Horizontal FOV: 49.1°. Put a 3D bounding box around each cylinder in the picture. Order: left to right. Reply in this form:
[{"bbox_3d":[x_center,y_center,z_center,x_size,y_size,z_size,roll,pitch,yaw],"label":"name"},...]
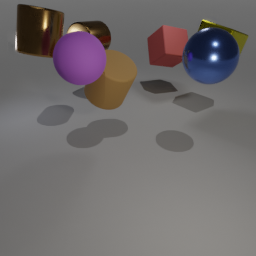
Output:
[{"bbox_3d":[-2.778,-3.034,8.841,1.400,1.400,1.400,9,18,-3],"label":"cylinder"},{"bbox_3d":[-1.673,-3.859,12.074,1.400,1.400,1.400,16,29,27],"label":"cylinder"},{"bbox_3d":[-0.587,-1.545,9.077,1.400,1.400,1.400,13,51,-16],"label":"cylinder"}]

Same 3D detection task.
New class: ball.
[{"bbox_3d":[-1.281,-1.849,7.471,1.400,1.400,1.400,0,29,0],"label":"ball"},{"bbox_3d":[2.091,-1.815,7.131,1.400,1.400,1.400,0,29,0],"label":"ball"}]

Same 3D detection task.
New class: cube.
[{"bbox_3d":[1.907,-3.835,13.334,1.400,1.400,1.400,0,-9,-28],"label":"cube"},{"bbox_3d":[3.506,-3.212,10.897,1.400,1.400,1.400,-7,34,-46],"label":"cube"}]
